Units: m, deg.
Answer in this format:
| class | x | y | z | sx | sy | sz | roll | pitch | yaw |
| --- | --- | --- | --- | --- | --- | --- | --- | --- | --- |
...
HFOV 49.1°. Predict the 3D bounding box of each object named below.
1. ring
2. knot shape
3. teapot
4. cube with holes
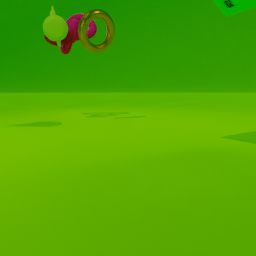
| class | x | y | z | sx | sy | sz | roll | pitch | yaw |
| --- | --- | --- | --- | --- | --- | --- | --- | --- | --- |
| ring | -0.934 | -2.934 | 8.528 | 1.271 | 1.271 | 0.254 | -6 | 25 | -38 |
| knot shape | -2.003 | -3.234 | 9.720 | 1.875 | 0.867 | 1.755 | -25 | 30 | 7 |
| teapot | -2.251 | -3.152 | 8.719 | 0.757 | 1.217 | 0.596 | -9 | 22 | -4 |
| cube with holes | 1.875 | -2.793 | 4.104 | 1.353 | 1.353 | 1.353 | 37 | -13 | -26 |
